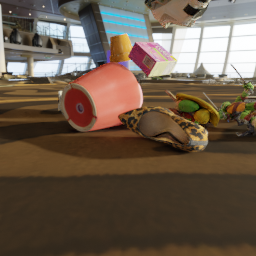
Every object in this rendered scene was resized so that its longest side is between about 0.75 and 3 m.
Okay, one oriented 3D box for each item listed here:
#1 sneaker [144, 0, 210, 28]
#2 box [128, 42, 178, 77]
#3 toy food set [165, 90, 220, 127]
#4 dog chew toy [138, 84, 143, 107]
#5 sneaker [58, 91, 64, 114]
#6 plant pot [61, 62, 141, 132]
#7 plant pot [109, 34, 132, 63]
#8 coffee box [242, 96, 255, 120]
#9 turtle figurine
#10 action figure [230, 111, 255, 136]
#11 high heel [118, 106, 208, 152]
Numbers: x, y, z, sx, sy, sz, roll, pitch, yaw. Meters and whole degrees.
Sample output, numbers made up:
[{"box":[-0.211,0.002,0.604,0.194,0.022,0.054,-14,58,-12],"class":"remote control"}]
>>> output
[{"box":[1.898,-3.633,8.040,2.949,1.305,1.093,8,53,53],"class":"sneaker"},{"box":[0.956,-2.626,10.614,1.401,0.677,1.232,-16,57,-46],"class":"box"},{"box":[2.327,-0.558,10.874,1.512,0.839,2.570,43,-8,-32],"class":"toy food set"},{"box":[-0.785,-1.329,12.848,2.794,1.740,1.740,-10,13,-10],"class":"dog chew toy"},{"box":[-2.781,-1.230,14.276,1.391,0.973,2.408,-1,18,-23],"class":"sneaker"},{"box":[-1.033,-0.978,9.890,2.360,2.360,2.088,8,24,35],"class":"plant pot"},{"box":[-0.321,-3.760,13.232,1.308,1.198,1.308,-10,16,3],"class":"plant pot"},{"box":[5.532,-0.822,11.693,1.778,1.017,0.709,2,12,8],"class":"coffee box"},{"box":[4.074,-0.917,10.284,1.625,2.258,2.190,-24,29,-22],"class":"turtle figurine"},{"box":[3.670,-0.056,8.933,0.534,1.047,0.622,-35,18,35],"class":"action figure"},{"box":[0.790,-0.046,7.682,2.816,1.005,2.007,13,8,17],"class":"high heel"}]
